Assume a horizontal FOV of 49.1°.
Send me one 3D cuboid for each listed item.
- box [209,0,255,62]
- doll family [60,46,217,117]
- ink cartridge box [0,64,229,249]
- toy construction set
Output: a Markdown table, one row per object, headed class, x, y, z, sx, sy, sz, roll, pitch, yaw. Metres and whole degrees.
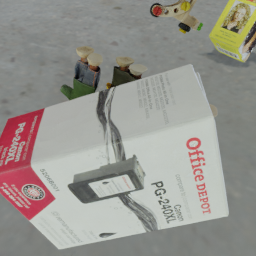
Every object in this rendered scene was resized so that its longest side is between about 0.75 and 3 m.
| class | x | y | z | sx | sy | sz | roll | pitch | yaw |
| --- | --- | --- | --- | --- | --- | --- | --- | --- | --- |
| box | 2.678 | -2.770 | 5.417 | 0.702 | 2.803 | 1.055 | 34 | 13 | 26 |
| doll family | 0.092 | -0.093 | 4.337 | 2.670 | 1.543 | 1.048 | 39 | 38 | 27 |
| ink cartridge box | -0.079 | 0.400 | 2.906 | 1.990 | 1.446 | 0.830 | -15 | 40 | 10 |
| toy construction set | 1.451 | -2.947 | 6.430 | 1.317 | 1.430 | 1.715 | 32 | 0 | -14 |
